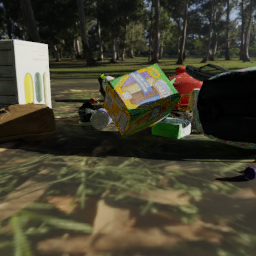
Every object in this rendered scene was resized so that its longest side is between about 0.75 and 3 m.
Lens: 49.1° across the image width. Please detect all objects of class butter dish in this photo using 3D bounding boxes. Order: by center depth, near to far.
[{"bbox_3d":[2.577,-1.990,13.679,2.696,1.998,2.703,1,12,1],"label":"butter dish"}]

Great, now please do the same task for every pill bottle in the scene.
[{"bbox_3d":[-0.858,-0.336,9.323,0.604,0.604,1.088,1,12,4],"label":"pill bottle"}]

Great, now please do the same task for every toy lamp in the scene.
[{"bbox_3d":[2.539,0.742,5.144,0.912,0.265,0.265,-6,13,-30],"label":"toy lamp"}]

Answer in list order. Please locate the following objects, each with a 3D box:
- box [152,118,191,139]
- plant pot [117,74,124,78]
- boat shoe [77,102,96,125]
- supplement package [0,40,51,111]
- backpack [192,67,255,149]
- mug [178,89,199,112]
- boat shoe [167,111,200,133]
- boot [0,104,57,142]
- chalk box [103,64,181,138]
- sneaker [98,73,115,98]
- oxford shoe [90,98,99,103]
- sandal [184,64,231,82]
[{"bbox_3d":[1.279,-0.026,8.278,0.891,0.431,0.786,9,15,36],"label":"box"},{"bbox_3d":[0.093,-2.310,16.715,1.357,1.539,1.539,8,9,-20],"label":"plant pot"},{"bbox_3d":[-1.493,-0.602,10.350,0.770,0.683,2.060,0,12,0],"label":"boat shoe"},{"bbox_3d":[-4.402,-1.753,10.570,2.128,2.825,2.144,3,13,14],"label":"supplement package"},{"bbox_3d":[2.975,-0.406,6.744,2.750,2.295,1.741,-1,-8,10],"label":"backpack"},{"bbox_3d":[2.787,-1.012,11.286,1.341,1.101,1.074,-1,13,-4],"label":"mug"},{"bbox_3d":[1.846,-0.230,8.797,1.668,0.611,0.621,8,15,34],"label":"boat shoe"},{"bbox_3d":[-3.326,-0.140,7.487,2.706,1.021,0.996,-5,15,-19],"label":"boot"},{"bbox_3d":[0.498,-0.785,7.536,1.952,1.208,1.214,-24,-21,-22],"label":"chalk box"},{"bbox_3d":[-0.580,-1.333,10.599,0.806,2.248,0.931,-43,67,-14],"label":"sneaker"},{"bbox_3d":[-1.891,-1.524,15.612,0.751,0.272,0.267,11,16,41],"label":"oxford shoe"},{"bbox_3d":[2.876,-1.500,8.141,2.464,0.527,0.937,17,24,9],"label":"sandal"}]
